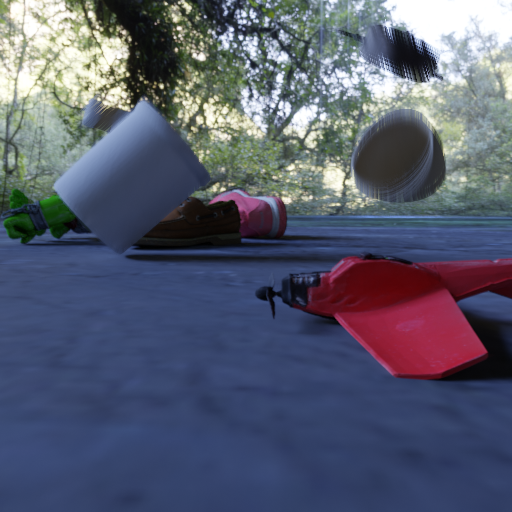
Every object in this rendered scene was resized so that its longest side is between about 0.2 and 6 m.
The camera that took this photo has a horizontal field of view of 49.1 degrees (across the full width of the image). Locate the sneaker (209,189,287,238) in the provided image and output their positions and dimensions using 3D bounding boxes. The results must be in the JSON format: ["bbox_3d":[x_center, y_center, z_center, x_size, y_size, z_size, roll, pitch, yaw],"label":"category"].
[{"bbox_3d":[-0.643,-1.048,13.602,1.405,1.194,3.240,-4,7,-32],"label":"sneaker"}]

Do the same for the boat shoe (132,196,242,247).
[{"bbox_3d":[-1.361,-0.643,10.413,0.974,0.920,2.707,4,6,38],"label":"boat shoe"}]

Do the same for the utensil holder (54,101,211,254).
[{"bbox_3d":[-1.788,-1.097,8.116,1.746,1.483,1.483,-42,11,-5],"label":"utensil holder"}]

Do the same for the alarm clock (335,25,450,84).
[{"bbox_3d":[1.526,-2.377,6.402,1.303,0.434,0.879,19,31,1],"label":"alarm clock"}]

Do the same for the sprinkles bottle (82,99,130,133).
[{"bbox_3d":[-2.416,-2.409,10.335,1.459,0.498,0.498,17,-1,-19],"label":"sprinkles bottle"}]

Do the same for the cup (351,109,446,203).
[{"bbox_3d":[1.903,-1.133,7.016,0.824,1.152,1.152,21,-10,-39],"label":"cup"}]

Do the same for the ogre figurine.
[{"bbox_3d":[-3.772,-1.080,12.223,2.094,1.713,3.492,-17,-12,6],"label":"ogre figurine"}]

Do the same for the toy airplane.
[{"bbox_3d":[1.202,0.205,3.429,2.430,0.447,2.430,0,7,0],"label":"toy airplane"}]
